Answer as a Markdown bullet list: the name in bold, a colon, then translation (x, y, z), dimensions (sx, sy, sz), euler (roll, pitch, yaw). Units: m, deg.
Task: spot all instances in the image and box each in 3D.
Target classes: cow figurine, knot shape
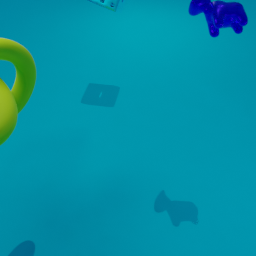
- **cow figurine**: translation (1.580, -2.109, 4.974), dimensions (0.960, 0.527, 0.944), euler (-7, 74, -1)
- **knot shape**: translation (-2.200, -0.718, 3.721), dimensions (0.928, 1.880, 2.009), euler (-19, 28, 29)

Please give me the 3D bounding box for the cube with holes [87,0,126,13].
- **cube with holes**: translation (-0.526, -3.940, 8.040), dimensions (0.908, 0.908, 0.908), euler (23, 23, 0)
